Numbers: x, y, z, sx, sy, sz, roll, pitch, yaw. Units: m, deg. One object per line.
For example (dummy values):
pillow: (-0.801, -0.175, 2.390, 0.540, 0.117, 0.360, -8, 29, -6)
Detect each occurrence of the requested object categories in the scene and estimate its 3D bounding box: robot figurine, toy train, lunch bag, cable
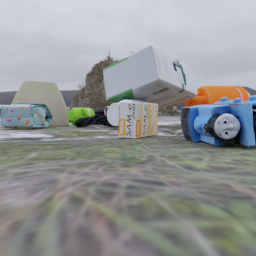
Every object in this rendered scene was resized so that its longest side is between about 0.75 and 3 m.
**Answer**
robot figurine: (3.702, -0.921, 11.265, 2.795, 1.630, 2.010, 0, -13, -13)
robot figurine: (-1.978, -0.493, 11.941, 1.267, 0.733, 1.112, -2, -10, -23)
toy train: (1.524, -0.087, 4.540, 1.003, 0.761, 1.756, -9, 6, -6)
lunch bag: (-3.222, -0.398, 9.062, 1.155, 0.827, 1.356, 1, 4, 11)
cable: (-1.159, -0.270, 10.272, 1.833, 0.466, 1.495, -3, 4, -37)

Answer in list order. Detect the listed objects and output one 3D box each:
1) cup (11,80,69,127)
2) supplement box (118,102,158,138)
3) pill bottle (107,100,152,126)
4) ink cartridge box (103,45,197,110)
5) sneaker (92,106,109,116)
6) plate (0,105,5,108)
cup: (-3.432, -0.971, 10.886, 2.303, 1.647, 2.303, 3, 5, 0)
supplement box: (0.248, -0.177, 5.932, 0.419, 0.718, 1.139, 4, 5, 28)
pill bottle: (0.134, -0.435, 8.964, 0.919, 0.919, 1.690, 2, 4, 38)
ink cartridge box: (0.857, -1.570, 9.835, 2.082, 1.202, 2.851, -17, -14, 34)
sneaker: (-1.630, -0.608, 14.088, 2.377, 0.840, 1.179, -4, 2, 31)
plate: (-4.516, -0.538, 12.277, 1.760, 0.285, 1.763, -2, 28, -40)
